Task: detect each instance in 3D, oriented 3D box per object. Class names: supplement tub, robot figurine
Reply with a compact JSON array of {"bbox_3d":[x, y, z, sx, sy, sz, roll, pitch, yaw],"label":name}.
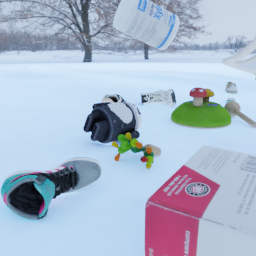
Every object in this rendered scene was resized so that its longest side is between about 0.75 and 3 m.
[{"bbox_3d":[0.690,-4.039,10.667,2.200,1.452,1.452,19,9,-20],"label":"supplement tub"},{"bbox_3d":[-0.343,-0.161,7.021,1.539,1.156,0.960,-15,1,-42],"label":"robot figurine"}]

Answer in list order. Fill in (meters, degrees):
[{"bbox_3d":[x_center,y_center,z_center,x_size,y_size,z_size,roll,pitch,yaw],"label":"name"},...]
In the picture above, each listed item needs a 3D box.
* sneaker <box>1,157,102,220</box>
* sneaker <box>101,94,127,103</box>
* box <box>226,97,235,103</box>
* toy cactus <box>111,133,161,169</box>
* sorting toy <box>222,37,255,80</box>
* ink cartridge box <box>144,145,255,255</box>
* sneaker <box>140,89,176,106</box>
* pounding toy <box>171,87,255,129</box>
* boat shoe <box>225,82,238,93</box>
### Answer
[{"bbox_3d":[-1.076,0.844,4.051,1.529,0.639,0.923,-12,13,-13],"label":"sneaker"},{"bbox_3d":[-0.413,-0.840,9.844,0.757,0.766,1.929,2,15,14],"label":"sneaker"},{"bbox_3d":[4.356,-1.134,11.860,0.325,0.194,0.789,7,17,23],"label":"box"},{"bbox_3d":[0.264,0.492,5.774,1.008,0.625,1.222,12,4,-36],"label":"toy cactus"},{"bbox_3d":[2.829,-1.527,5.311,1.838,1.091,2.042,1,-30,-26],"label":"sorting toy"},{"bbox_3d":[1.561,1.047,2.717,2.343,1.003,1.729,12,20,31],"label":"ink cartridge box"},{"bbox_3d":[1.138,-1.131,11.271,1.097,0.720,1.907,-14,11,-14],"label":"sneaker"},{"bbox_3d":[2.586,-0.753,8.811,2.434,1.129,1.879,-1,16,-1],"label":"pounding toy"},{"bbox_3d":[5.503,-2.172,14.950,0.540,0.494,1.446,1,16,2],"label":"boat shoe"}]
